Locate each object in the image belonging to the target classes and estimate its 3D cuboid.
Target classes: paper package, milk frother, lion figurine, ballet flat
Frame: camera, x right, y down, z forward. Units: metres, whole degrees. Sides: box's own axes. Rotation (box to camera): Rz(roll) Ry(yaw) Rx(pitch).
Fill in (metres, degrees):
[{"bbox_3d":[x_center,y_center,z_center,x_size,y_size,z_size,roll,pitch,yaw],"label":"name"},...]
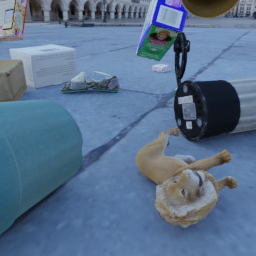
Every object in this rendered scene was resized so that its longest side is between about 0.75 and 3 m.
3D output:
[{"bbox_3d":[-5.318,-1.656,10.332,2.637,1.364,2.514,-4,24,-6],"label":"paper package"},{"bbox_3d":[2.580,-1.258,7.809,2.562,2.724,2.458,-8,21,-18],"label":"milk frother"},{"bbox_3d":[0.844,0.832,5.455,1.772,1.049,2.894,-18,15,-20],"label":"lion figurine"},{"bbox_3d":[-1.581,-1.915,11.563,2.448,0.881,0.881,-1,24,-2],"label":"ballet flat"}]

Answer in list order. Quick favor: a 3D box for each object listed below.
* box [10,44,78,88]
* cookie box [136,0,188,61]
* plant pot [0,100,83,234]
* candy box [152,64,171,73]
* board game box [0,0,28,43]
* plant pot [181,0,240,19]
[{"bbox_3d":[-3.907,-2.959,13.114,2.267,1.490,2.279,-21,31,-39],"label":"box"},{"bbox_3d":[1.212,-3.810,9.422,1.025,2.332,2.727,15,-7,-6],"label":"cookie box"},{"bbox_3d":[-2.077,0.505,4.696,2.289,2.289,2.242,12,18,25],"label":"plant pot"},{"bbox_3d":[1.841,-3.268,15.280,0.703,0.300,0.838,20,30,37],"label":"candy box"},{"bbox_3d":[-3.762,-3.530,8.627,1.289,1.701,0.394,3,-6,24],"label":"board game box"},{"bbox_3d":[1.338,-2.512,4.579,0.981,0.981,1.052,3,51,7],"label":"plant pot"}]
